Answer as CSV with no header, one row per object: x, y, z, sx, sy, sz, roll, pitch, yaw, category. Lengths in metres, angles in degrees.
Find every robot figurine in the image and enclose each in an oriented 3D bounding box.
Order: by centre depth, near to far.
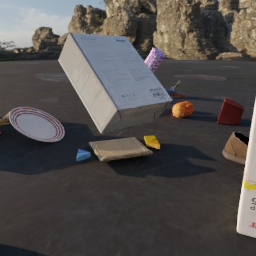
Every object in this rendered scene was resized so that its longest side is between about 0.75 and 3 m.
2.568,-0.858,13.152,1.201,0.701,0.864,-16,26,-42,robot figurine

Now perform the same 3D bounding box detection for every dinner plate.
-3.349,-0.094,10.330,2.063,0.250,2.063,27,25,-14,dinner plate

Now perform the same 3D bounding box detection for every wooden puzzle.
-0.250,0.697,8.980,2.829,0.331,1.908,-4,14,-13,wooden puzzle

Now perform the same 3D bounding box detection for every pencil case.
1.039,-3.149,14.072,0.793,1.855,0.779,8,43,-40,pencil case

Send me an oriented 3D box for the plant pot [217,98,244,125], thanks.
4.497,-0.647,12.188,0.884,1.003,1.002,19,23,16,plant pot

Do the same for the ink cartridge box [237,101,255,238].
3.266,0.657,5.305,1.892,2.578,1.883,8,20,23,ink cartridge box

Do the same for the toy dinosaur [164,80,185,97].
2.666,-2.164,17.621,1.687,1.859,0.976,32,-2,0,toy dinosaur

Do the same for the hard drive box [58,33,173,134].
-0.355,-1.311,7.623,2.019,0.995,2.591,-12,62,-41,hard drive box

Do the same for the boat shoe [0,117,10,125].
-5.497,-0.314,12.024,1.082,0.337,0.404,-2,16,-9,boat shoe

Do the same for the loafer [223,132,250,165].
3.909,0.715,7.846,2.592,0.920,0.946,16,24,41,loafer

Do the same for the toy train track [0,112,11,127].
-4.463,-0.214,11.335,1.699,0.482,2.962,-31,-3,25,toy train track
